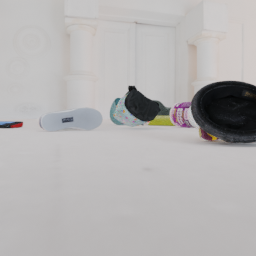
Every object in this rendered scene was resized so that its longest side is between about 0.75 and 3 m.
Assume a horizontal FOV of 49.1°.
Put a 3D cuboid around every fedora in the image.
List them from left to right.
[{"bbox_3d":[1.441,-0.128,3.876,1.171,1.171,0.535,0,-36,5],"label":"fedora"}]

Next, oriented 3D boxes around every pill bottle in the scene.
[{"bbox_3d":[2.187,-0.453,9.473,0.885,0.885,1.577,-1,2,-27],"label":"pill bottle"}]

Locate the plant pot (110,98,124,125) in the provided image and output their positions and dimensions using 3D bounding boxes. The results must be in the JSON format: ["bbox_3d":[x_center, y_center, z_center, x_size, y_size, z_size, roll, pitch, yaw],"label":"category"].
[{"bbox_3d":[-0.332,-0.605,12.307,1.220,1.220,0.821,-3,-36,-52],"label":"plant pot"}]

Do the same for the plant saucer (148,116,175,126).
[{"bbox_3d":[2.030,-0.324,12.001,1.761,0.422,1.758,1,3,40],"label":"plant saucer"}]

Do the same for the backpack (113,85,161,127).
[{"bbox_3d":[0.142,-0.569,8.352,1.182,0.897,1.417,40,-16,-15],"label":"backpack"}]

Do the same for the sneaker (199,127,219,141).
[{"bbox_3d":[1.486,0.027,4.325,0.875,0.328,0.394,-3,-5,-33],"label":"sneaker"}]

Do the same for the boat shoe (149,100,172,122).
[{"bbox_3d":[1.375,-0.664,13.395,0.957,1.099,2.983,-6,-6,39],"label":"boat shoe"}]

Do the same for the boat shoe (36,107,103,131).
[{"bbox_3d":[-1.544,-0.210,7.484,1.755,0.632,0.577,-12,13,-34],"label":"boat shoe"}]

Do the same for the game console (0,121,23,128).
[{"bbox_3d":[-4.371,-0.113,9.438,1.384,0.215,1.224,-1,2,-1],"label":"game console"}]

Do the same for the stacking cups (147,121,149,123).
[{"bbox_3d":[1.979,-0.517,16.481,1.969,0.596,0.596,-5,3,-3],"label":"stacking cups"}]
